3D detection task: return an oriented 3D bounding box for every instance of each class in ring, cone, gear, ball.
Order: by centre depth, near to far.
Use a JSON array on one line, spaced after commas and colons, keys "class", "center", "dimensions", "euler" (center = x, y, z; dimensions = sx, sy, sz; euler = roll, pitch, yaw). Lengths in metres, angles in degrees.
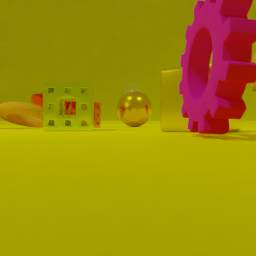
[{"class": "gear", "center": [1.147, -0.872, 3.904], "dimensions": [0.351, 1.897, 1.897], "euler": [2, 1, -5]}, {"class": "ring", "center": [-2.842, -0.349, 7.825], "dimensions": [1.514, 0.303, 1.514], "euler": [5, -17, 1]}, {"class": "cone", "center": [-2.087, -0.908, 8.752], "dimensions": [1.280, 1.280, 1.285], "euler": [2, 42, 48]}, {"class": "ball", "center": [0.225, -0.656, 9.656], "dimensions": [1.245, 1.245, 1.245], "euler": [0, 2, 0]}]

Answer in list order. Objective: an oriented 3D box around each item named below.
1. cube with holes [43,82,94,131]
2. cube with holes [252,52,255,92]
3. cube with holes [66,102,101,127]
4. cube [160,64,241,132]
[{"class": "cube with holes", "center": [-1.343, -0.473, 6.549], "dimensions": [1.046, 1.046, 1.046], "euler": [0, 2, -5]}, {"class": "cube with holes", "center": [2.960, -1.221, 4.754], "dimensions": [1.151, 1.151, 1.151], "euler": [20, -40, 5]}, {"class": "cube with holes", "center": [-1.477, -0.447, 9.239], "dimensions": [0.819, 0.819, 0.819], "euler": [2, 0, 42]}, {"class": "cube", "center": [1.537, -0.567, 5.872], "dimensions": [1.270, 1.270, 1.270], "euler": [1, 2, 38]}]
